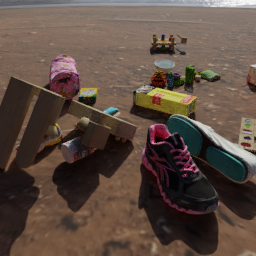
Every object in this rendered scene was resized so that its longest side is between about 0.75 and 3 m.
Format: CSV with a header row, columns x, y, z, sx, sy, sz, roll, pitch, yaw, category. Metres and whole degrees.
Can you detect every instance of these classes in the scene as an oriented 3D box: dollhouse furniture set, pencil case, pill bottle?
x,y,z,sx,sy,sz,roll,pitch,yaw,category
3.521,-2.686,13.337,1.861,0.719,0.930,-17,34,-27,dollhouse furniture set
-2.761,-2.291,12.152,1.271,1.216,2.938,2,27,-17,pencil case
-1.889,0.333,8.223,2.721,2.331,2.861,23,2,35,dollhouse furniture set
-1.297,0.527,7.801,1.005,0.573,0.573,-25,38,-37,pill bottle

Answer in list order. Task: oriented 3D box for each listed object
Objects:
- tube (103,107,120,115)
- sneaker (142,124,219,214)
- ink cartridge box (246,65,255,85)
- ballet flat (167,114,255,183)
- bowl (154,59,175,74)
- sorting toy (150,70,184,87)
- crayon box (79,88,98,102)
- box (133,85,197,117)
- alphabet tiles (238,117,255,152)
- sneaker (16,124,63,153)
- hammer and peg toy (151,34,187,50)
x,y,z,sx,sy,sz,roll,pitch,yaw,category
-0.697,-0.576,10.136,0.374,0.243,0.966,22,31,20,tube
1.127,0.816,6.594,1.075,1.298,2.721,-12,33,-23,sneaker
5.978,-2.334,12.654,0.439,0.776,1.060,-14,33,-27,ink cartridge box
2.269,0.461,7.637,0.980,0.980,2.824,-19,40,-30,ballet flat
1.833,-3.067,14.199,1.021,0.459,1.021,1,39,-1,bowl
1.843,-2.350,12.791,1.626,0.667,0.977,-6,30,-11,sorting toy
-1.616,-1.384,11.489,0.666,0.273,1.060,-1,29,-1,crayon box
1.346,-1.037,10.559,2.288,0.573,0.861,19,35,30,box
4.774,0.352,8.619,2.510,0.095,2.098,12,31,20,alphabet tiles
-2.614,0.291,8.195,0.572,0.603,1.469,21,37,33,sneaker
2.691,-5.733,18.650,2.297,0.810,1.689,1,28,2,hammer and peg toy
